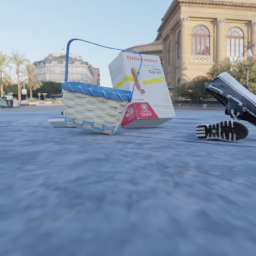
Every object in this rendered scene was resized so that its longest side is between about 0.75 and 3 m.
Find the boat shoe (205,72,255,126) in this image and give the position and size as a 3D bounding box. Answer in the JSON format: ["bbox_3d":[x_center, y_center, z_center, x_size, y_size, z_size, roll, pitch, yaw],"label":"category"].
[{"bbox_3d":[2.123,-0.399,5.332,0.578,1.705,0.612,-34,-35,1],"label":"boat shoe"}]

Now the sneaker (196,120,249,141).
[{"bbox_3d":[1.777,0.040,5.130,0.956,0.362,0.552,2,2,41],"label":"sneaker"}]

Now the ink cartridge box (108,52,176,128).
[{"bbox_3d":[0.399,-1.143,8.538,1.529,2.107,0.879,-4,-16,-36],"label":"ink cartridge box"}]

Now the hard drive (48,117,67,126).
[{"bbox_3d":[-1.746,-0.202,8.717,1.256,0.159,0.829,-1,-8,0],"label":"hard drive"}]

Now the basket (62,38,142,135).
[{"bbox_3d":[-0.681,-0.917,6.299,1.681,1.907,1.326,14,17,2],"label":"basket"}]

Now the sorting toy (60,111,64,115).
[{"bbox_3d":[-2.361,-0.648,12.898,1.889,0.655,0.651,5,9,30],"label":"sorting toy"}]
